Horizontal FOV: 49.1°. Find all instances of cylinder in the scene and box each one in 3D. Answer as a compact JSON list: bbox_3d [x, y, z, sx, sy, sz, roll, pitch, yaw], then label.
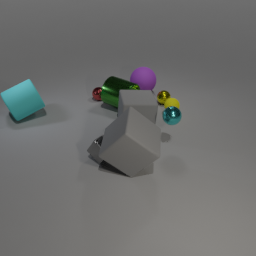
[{"bbox_3d":[-0.346,-1.632,13.392,1.400,1.400,1.400,23,37,25],"label":"cylinder"},{"bbox_3d":[-4.671,-1.249,12.517,1.400,1.400,1.400,-31,38,-13],"label":"cylinder"}]

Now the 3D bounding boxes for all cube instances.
[{"bbox_3d":[-0.881,0.717,9.884,0.700,0.700,0.700,47,44,7],"label":"cube"},{"bbox_3d":[0.361,-0.680,11.718,1.400,1.400,1.400,0,32,-9],"label":"cube"},{"bbox_3d":[0.094,0.462,9.142,1.400,1.400,1.400,36,36,-21],"label":"cube"}]

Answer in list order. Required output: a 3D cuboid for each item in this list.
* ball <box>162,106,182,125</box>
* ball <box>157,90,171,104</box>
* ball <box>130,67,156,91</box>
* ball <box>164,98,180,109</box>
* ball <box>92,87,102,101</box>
[{"bbox_3d":[1.603,-0.446,10.199,0.700,0.700,0.700,0,30,0],"label":"ball"},{"bbox_3d":[1.800,-1.543,14.070,0.700,0.700,0.700,0,30,0],"label":"ball"},{"bbox_3d":[0.804,-2.530,14.853,1.400,1.400,1.400,0,30,0],"label":"ball"},{"bbox_3d":[2.006,-1.020,12.781,0.700,0.700,0.700,0,30,0],"label":"ball"},{"bbox_3d":[-1.507,-1.771,14.481,0.700,0.700,0.700,0,30,0],"label":"ball"}]
